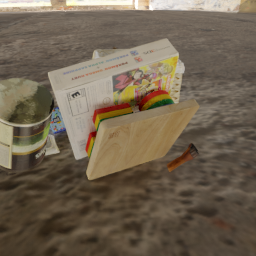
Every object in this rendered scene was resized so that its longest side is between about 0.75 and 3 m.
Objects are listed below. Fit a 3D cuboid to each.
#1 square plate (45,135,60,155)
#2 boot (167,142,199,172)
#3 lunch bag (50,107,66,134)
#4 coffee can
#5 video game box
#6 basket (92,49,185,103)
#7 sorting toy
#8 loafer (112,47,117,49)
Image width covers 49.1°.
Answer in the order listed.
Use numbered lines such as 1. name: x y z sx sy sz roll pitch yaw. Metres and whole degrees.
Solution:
1. square plate: -2.487 0.469 7.629 1.062 0.151 1.052 -10 27 -21
2. boot: 1.288 0.711 6.650 0.795 0.272 0.748 -37 10 15
3. lunch bag: -2.023 -0.267 8.446 0.954 0.718 0.449 -24 -6 -26
4. coffee can: -2.467 -0.013 6.369 1.331 1.819 1.331 12 47 -14
5. video game box: -0.259 -0.514 6.418 2.518 2.764 0.647 -17 60 -12
6. basket: 0.176 -1.314 8.894 2.578 2.073 2.554 -2 26 -5
7. sorting toy: 0.132 0.093 6.156 2.122 2.135 0.743 -14 61 -25
8. loafer: 0.315 -2.397 11.121 2.741 0.973 1.001 17 14 -34
